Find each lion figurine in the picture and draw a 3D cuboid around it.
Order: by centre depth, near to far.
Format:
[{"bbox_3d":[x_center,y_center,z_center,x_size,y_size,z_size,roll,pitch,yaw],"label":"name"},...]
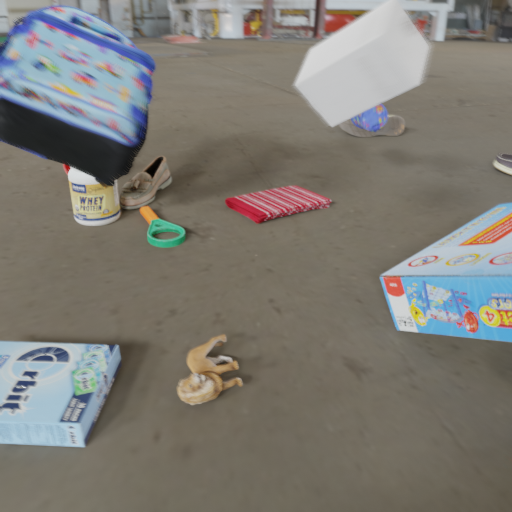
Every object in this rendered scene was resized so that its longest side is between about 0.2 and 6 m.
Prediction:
[{"bbox_3d":[-0.642,1.425,7.033,0.768,0.454,1.254,-14,15,-10],"label":"lion figurine"}]

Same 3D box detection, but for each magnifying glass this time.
[{"bbox_3d":[-1.962,-0.608,11.211,0.719,0.202,1.805,-13,29,-24],"label":"magnifying glass"}]

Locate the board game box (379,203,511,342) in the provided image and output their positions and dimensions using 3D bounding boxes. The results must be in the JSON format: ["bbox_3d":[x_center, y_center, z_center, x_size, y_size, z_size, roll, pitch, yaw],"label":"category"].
[{"bbox_3d":[3.899,0.053,7.487,3.173,0.887,3.106,-26,12,-30],"label":"board game box"}]

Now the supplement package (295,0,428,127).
[{"bbox_3d":[1.038,-1.888,5.571,1.071,0.649,0.641,-17,42,44],"label":"supplement package"}]

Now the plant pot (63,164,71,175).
[{"bbox_3d":[-4.292,-2.352,14.011,0.882,0.882,0.780,-1,16,-2],"label":"plant pot"}]

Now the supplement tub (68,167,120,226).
[{"bbox_3d":[-3.312,-1.362,11.449,0.943,1.306,0.943,0,27,0],"label":"supplement tub"}]

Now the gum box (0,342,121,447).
[{"bbox_3d":[-2.637,1.585,6.660,1.673,0.373,1.421,2,27,4],"label":"gum box"}]

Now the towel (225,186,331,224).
[{"bbox_3d":[0.464,-1.165,12.283,1.960,0.220,1.417,-15,28,-30],"label":"towel"}]

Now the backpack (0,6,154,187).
[{"bbox_3d":[-3.124,-3.162,9.960,2.749,2.026,3.011,21,54,-19],"label":"backpack"}]

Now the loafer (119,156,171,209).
[{"bbox_3d":[-2.576,-1.721,12.872,0.757,0.662,2.107,7,28,13],"label":"loafer"}]

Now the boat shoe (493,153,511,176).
[{"bbox_3d":[7.304,-2.284,13.735,2.734,0.886,0.983,21,33,35],"label":"boat shoe"}]

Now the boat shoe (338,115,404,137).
[{"bbox_3d":[3.577,-4.147,17.724,2.134,0.795,0.782,5,16,-8],"label":"boat shoe"}]

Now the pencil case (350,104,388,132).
[{"bbox_3d":[2.419,-3.004,12.103,0.575,0.640,1.474,-20,14,6],"label":"pencil case"}]
